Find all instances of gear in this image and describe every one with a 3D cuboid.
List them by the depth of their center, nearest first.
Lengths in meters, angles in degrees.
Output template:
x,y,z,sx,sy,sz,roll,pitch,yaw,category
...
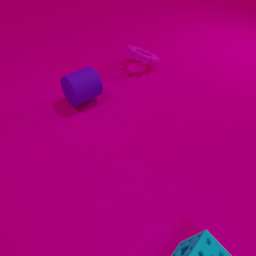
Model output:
x,y,z,sx,sy,sz,roll,pitch,yaw,category
0.517,-2.596,10.034,1.286,0.238,1.286,20,25,-10,gear

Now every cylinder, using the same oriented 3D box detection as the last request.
x,y,z,sx,sy,sz,roll,pitch,yaw,category
-1.404,-1.274,8.503,0.945,0.945,0.945,-28,51,-28,cylinder

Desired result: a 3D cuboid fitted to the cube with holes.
x,y,z,sx,sy,sz,roll,pitch,yaw,category
1.184,2.409,4.659,0.838,0.838,0.838,46,49,10,cube with holes
